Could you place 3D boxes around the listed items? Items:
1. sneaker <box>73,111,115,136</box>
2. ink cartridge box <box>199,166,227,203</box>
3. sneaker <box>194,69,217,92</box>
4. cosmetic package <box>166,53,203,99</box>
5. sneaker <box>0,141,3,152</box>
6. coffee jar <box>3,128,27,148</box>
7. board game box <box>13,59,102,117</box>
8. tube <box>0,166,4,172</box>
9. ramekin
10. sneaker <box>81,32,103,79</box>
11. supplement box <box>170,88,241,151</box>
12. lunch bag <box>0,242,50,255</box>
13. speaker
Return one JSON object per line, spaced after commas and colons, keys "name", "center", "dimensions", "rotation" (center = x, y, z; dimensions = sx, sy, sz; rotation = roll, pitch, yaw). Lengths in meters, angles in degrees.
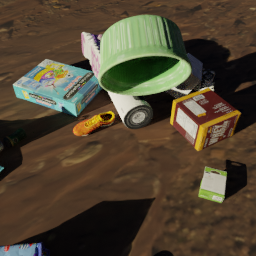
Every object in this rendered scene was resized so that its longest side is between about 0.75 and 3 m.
{"name": "sneaker", "center": [-1.265, -0.223, 10.288], "dimensions": [1.655, 0.638, 0.604], "rotation": [-26, 68, -20]}
{"name": "ink cartridge box", "center": [2.602, 1.713, 8.544], "dimensions": [0.701, 0.360, 0.949], "rotation": [14, 44, 15]}
{"name": "sneaker", "center": [3.275, -1.734, 11.495], "dimensions": [0.734, 1.196, 1.838], "rotation": [-2, 44, -1]}
{"name": "cosmetic package", "center": [2.340, -2.115, 11.645], "dimensions": [0.833, 1.350, 1.355], "rotation": [31, 44, -14]}
{"name": "sneaker", "center": [-5.294, 0.062, 9.588], "dimensions": [2.207, 1.256, 0.833], "rotation": [21, 47, 20]}
{"name": "coffee jar", "center": [-4.002, 0.351, 9.910], "dimensions": [0.327, 0.400, 0.767], "rotation": [23, 48, 34]}
{"name": "board game box", "center": [-2.895, -1.813, 11.933], "dimensions": [2.992, 0.702, 2.259], "rotation": [17, 47, 17]}
{"name": "tube", "center": [-5.417, 1.073, 9.057], "dimensions": [2.709, 0.683, 1.049], "rotation": [24, 58, 16]}
{"name": "ramekin", "center": [0.455, -2.177, 8.728], "dimensions": [2.852, 2.852, 1.393], "rotation": [-5, 75, -5]}
{"name": "sneaker", "center": [-0.920, -2.963, 11.092], "dimensions": [1.320, 1.201, 2.987], "rotation": [-9, 43, -18]}
{"name": "supplement box", "center": [2.735, -0.356, 10.119], "dimensions": [1.663, 1.119, 1.686], "rotation": [-21, 48, -20]}
{"name": "lunch bag", "center": [-2.689, 3.811, 6.116], "dimensions": [1.653, 1.033, 2.195], "rotation": [-4, 56, -5]}
{"name": "speaker", "center": [-0.104, -1.309, 11.088], "dimensions": [1.186, 1.186, 2.920], "rotation": [-14, 45, -14]}
